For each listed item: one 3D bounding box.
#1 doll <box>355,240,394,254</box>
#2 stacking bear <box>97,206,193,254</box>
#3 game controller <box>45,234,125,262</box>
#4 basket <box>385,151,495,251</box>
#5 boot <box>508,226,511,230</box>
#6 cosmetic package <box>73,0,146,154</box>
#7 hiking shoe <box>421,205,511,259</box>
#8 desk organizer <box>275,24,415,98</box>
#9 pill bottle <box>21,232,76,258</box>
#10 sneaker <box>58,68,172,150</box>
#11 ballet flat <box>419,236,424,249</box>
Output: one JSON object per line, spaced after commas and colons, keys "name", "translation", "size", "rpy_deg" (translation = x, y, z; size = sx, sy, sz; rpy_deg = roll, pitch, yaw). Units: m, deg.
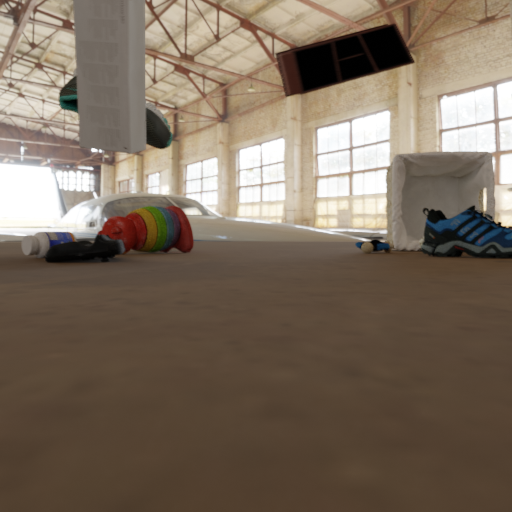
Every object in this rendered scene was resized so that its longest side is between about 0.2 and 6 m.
{"name": "doll", "translation": [2.873, -0.228, 13.491], "size": [0.936, 0.332, 1.372], "rpy_deg": [5, 4, 30]}
{"name": "stacking bear", "translation": [-2.631, -0.550, 12.955], "size": [1.252, 1.173, 2.063], "rpy_deg": [1, 7, 39]}
{"name": "game controller", "translation": [-2.808, -0.076, 9.375], "size": [1.154, 0.466, 2.213], "rpy_deg": [-15, 4, -11]}
{"name": "basket", "translation": [5.022, -1.427, 15.816], "size": [2.694, 2.669, 2.166], "rpy_deg": [-1, -2, 2]}
{"name": "boot", "translation": [5.718, -0.385, 10.919], "size": [1.661, 0.820, 2.140], "rpy_deg": [-2, 3, -38]}
{"name": "cosmetic package", "translation": [-2.692, -3.386, 10.472], "size": [1.144, 2.773, 0.702], "rpy_deg": [11, 21, 18]}
{"name": "hiking shoe", "translation": [4.193, -0.457, 10.435], "size": [2.284, 0.990, 0.850], "rpy_deg": [1, 2, 33]}
{"name": "desk organizer", "translation": [1.826, -4.026, 11.439], "size": [2.572, 0.922, 0.990], "rpy_deg": [-18, 19, -10]}
{"name": "pill bottle", "translation": [-3.840, -0.202, 10.388], "size": [0.499, 0.499, 0.890], "rpy_deg": [2, 4, 39]}
{"name": "sneaker", "translation": [-3.390, -3.257, 13.281], "size": [2.904, 1.324, 1.126], "rpy_deg": [32, -36, 1]}
{"name": "ballet flat", "translation": [4.158, -0.275, 13.026], "size": [0.638, 0.689, 1.954], "rpy_deg": [-28, -13, 24]}
